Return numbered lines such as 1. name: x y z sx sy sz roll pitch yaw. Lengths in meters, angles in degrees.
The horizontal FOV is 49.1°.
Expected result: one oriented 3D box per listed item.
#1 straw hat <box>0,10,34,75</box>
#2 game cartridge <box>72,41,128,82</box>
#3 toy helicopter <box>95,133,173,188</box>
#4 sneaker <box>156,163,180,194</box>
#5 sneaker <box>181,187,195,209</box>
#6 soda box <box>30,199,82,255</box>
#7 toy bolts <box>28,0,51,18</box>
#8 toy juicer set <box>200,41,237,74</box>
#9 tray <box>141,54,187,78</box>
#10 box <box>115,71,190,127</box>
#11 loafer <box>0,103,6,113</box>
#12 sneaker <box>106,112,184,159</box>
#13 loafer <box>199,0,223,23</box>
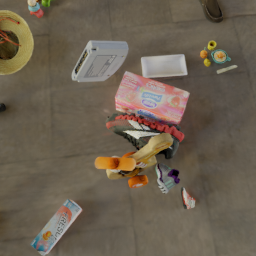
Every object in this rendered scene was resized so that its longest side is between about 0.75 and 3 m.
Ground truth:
1. straw hat: -4.792 -3.272 11.277 2.529 1.070 2.529 0 88 0
2. game cartridge: -0.990 -2.371 10.126 1.560 2.340 0.474 -4 73 -29
3. toy helicopter: 0.247 0.948 8.917 1.937 2.929 1.155 5 57 -35
4. sneaker: 1.315 1.475 8.862 0.701 1.601 0.596 -32 105 12
5. sneaker: 2.148 2.473 9.987 0.419 0.261 0.781 -7 77 -3
6. soda box: -2.387 3.338 9.516 0.593 0.637 1.864 36 76 10
7. toy bolts: -4.011 -5.589 12.111 1.192 0.866 1.248 19 74 6
8. toy juicer set: 3.656 -2.824 11.510 0.973 0.416 1.530 -39 78 -11
9. tray: 1.474 -2.511 11.527 1.811 0.201 0.973 -4 74 -1
10. box: 0.871 -0.997 10.507 2.491 1.278 1.179 20 74 5
11. loafer: -5.447 -0.673 10.822 1.357 0.476 0.461 -20 74 -6
12. sneaker: 0.508 0.357 10.205 2.944 1.040 1.438 16 72 3
13. loafer: 3.570 -5.369 12.156 0.666 0.651 1.824 -23 75 -7
